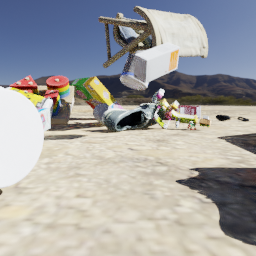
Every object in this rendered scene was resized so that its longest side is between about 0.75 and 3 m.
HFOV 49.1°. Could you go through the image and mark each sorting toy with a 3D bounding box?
[{"bbox_3d":[-4.055,-1.448,12.762,2.987,1.040,2.969,0,36,-1],"label":"sorting toy"}]

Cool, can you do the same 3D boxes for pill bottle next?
[{"bbox_3d":[-2.211,0.049,3.381,2.351,1.320,1.320,3,7,31],"label":"pill bottle"},{"bbox_3d":[0.660,-3.385,14.318,1.469,2.582,1.469,19,-10,4],"label":"pill bottle"},{"bbox_3d":[-3.550,-0.669,9.135,1.955,1.117,1.117,16,5,-4],"label":"pill bottle"}]

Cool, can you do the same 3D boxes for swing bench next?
[{"bbox_3d":[0.913,-3.216,9.981,2.775,1.810,2.790,-13,11,-42],"label":"swing bench"}]

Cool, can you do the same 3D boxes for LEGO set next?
[{"bbox_3d":[1.682,-0.325,9.600,2.236,0.832,1.029,31,-37,-2],"label":"LEGO set"}]

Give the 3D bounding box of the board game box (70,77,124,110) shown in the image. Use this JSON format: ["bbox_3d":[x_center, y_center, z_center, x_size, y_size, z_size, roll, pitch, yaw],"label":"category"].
[{"bbox_3d":[-1.525,-1.503,14.508,1.983,0.523,2.592,7,-34,52],"label":"board game box"}]

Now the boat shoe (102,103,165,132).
[{"bbox_3d":[0.382,-0.288,9.566,2.526,0.920,0.780,-7,22,-31],"label":"boat shoe"}]

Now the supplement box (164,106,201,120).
[{"bbox_3d":[2.772,-0.847,15.114,2.327,0.708,1.266,-4,8,-43],"label":"supplement box"}]

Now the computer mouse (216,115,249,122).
[{"bbox_3d":[4.995,-0.406,13.456,1.541,0.262,0.452,8,-15,27],"label":"computer mouse"}]

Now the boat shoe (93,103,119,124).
[{"bbox_3d":[-1.023,-0.565,11.773,0.808,0.885,2.459,-3,4,17],"label":"boat shoe"}]

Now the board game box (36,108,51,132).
[{"bbox_3d":[-3.446,-0.157,7.833,2.136,0.686,1.576,2,12,1],"label":"board game box"}]

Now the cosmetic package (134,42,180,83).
[{"bbox_3d":[0.729,-1.652,7.022,1.240,0.629,0.442,-29,48,-32],"label":"cosmetic package"}]
